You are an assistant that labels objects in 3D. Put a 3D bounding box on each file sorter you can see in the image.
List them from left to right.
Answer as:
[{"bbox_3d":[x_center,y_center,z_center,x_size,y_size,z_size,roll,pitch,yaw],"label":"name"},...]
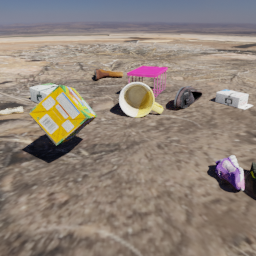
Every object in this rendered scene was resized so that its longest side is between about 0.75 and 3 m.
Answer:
[{"bbox_3d":[0.966,-2.190,13.498,1.376,1.242,1.980,9,24,21],"label":"file sorter"}]

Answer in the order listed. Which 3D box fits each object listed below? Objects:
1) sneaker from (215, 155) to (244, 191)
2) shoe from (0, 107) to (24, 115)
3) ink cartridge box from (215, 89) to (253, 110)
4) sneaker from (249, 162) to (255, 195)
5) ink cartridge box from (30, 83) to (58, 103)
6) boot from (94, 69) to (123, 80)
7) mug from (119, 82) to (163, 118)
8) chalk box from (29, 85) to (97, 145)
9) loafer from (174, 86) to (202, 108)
[{"bbox_3d":[2.469,1.113,6.881,0.577,0.525,1.305,-4,19,7],"label":"sneaker"},{"bbox_3d":[-4.714,-0.708,11.319,0.928,0.248,0.324,-7,24,-15],"label":"shoe"},{"bbox_3d":[4.710,-1.282,12.363,0.820,0.472,1.416,-20,30,-38],"label":"ink cartridge box"},{"bbox_3d":[3.239,1.211,6.546,0.577,0.529,1.355,7,24,15],"label":"sneaker"},{"bbox_3d":[-3.517,-1.489,12.599,1.150,0.651,1.568,-22,31,-40],"label":"ink cartridge box"},{"bbox_3d":[-1.147,-3.140,16.834,1.737,0.595,1.635,6,15,-3],"label":"boot"},{"bbox_3d":[0.455,-1.099,11.385,1.361,1.699,1.395,-31,11,10],"label":"mug"},{"bbox_3d":[-1.633,-0.378,7.602,1.088,1.096,1.756,-40,2,6],"label":"chalk box"},{"bbox_3d":[2.658,-1.368,12.195,0.736,0.840,2.336,15,25,23],"label":"loafer"}]
